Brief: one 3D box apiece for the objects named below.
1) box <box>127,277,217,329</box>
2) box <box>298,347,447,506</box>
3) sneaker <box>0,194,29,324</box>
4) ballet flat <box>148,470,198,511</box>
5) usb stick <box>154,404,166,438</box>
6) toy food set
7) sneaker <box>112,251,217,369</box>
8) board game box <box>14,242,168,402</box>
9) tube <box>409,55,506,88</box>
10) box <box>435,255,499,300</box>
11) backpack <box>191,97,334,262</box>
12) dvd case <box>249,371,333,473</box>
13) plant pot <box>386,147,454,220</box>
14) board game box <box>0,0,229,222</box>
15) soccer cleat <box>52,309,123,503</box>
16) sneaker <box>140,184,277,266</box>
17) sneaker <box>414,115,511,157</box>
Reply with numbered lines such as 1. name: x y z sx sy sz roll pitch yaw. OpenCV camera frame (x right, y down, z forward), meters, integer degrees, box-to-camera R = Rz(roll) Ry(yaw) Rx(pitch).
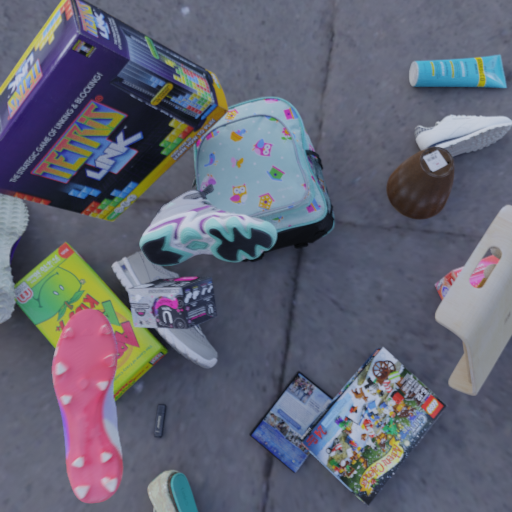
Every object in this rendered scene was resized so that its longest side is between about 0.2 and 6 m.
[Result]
1. box: -1.112 0.626 7.417 0.988 0.653 0.567 -4 98 35
2. box: 2.153 3.089 10.333 1.598 0.441 2.339 42 77 6
3. sneaker: -5.464 0.162 10.925 1.677 1.172 3.371 -37 44 32
4. ballet flat: -1.235 5.005 9.773 0.764 0.826 2.450 -31 69 21
5. usb stick: -1.816 3.116 10.588 0.171 0.101 0.618 5 73 1
6. toy food set: 3.117 0.705 7.774 0.765 2.532 1.817 28 74 35
7. sneaker: -1.577 0.902 10.778 1.158 1.055 2.823 -38 76 -11
8. board game box: -3.248 1.281 10.844 1.471 0.689 2.895 -43 77 -12
9. tube: 4.578 -4.139 12.684 2.129 0.536 0.824 -4 84 -6
10. box: 4.945 0.532 10.836 2.442 1.156 1.253 -20 74 -6
11. backpack: 0.003 -1.620 10.911 2.520 2.198 2.867 -17 68 12
12. dvd case: 0.760 3.106 10.561 1.093 0.134 1.532 38 77 10
13. plant pot: 3.452 -1.602 11.375 1.316 1.408 1.316 0 73 1
14. board game box: -2.617 -2.088 9.119 3.408 2.817 0.966 -37 59 31
15. soccer cleat: -2.513 2.241 8.485 0.941 1.079 2.822 -6 80 -16
16. sneaker: -0.610 -0.564 7.821 1.892 0.735 1.323 -2 43 11
17. sneaker: 4.492 -2.716 12.096 2.078 0.794 0.836 -16 64 -6
